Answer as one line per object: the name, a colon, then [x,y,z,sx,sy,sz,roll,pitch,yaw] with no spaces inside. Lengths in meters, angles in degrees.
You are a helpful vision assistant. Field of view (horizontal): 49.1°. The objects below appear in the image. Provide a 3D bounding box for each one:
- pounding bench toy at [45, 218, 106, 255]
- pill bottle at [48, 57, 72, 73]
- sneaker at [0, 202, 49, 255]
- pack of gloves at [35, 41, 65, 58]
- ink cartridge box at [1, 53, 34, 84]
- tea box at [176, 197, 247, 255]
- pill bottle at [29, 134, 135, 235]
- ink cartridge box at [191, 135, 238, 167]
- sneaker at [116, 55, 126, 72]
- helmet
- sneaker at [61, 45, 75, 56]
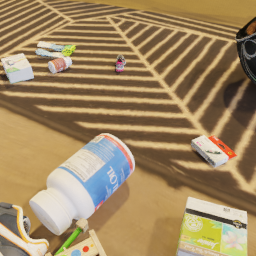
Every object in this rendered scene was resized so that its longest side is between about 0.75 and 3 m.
pounding bench toy: [-1.022,2.470,5.212,1.053,0.839,1.351,-21,46,-21]
pill bottle: [-2.689,-2.531,11.127,0.852,0.478,0.478,-31,50,-30]
sneaker: [-2.682,1.986,5.650,2.606,1.022,1.035,31,49,25]
pack of gloves: [-3.365,-3.356,12.311,1.277,0.252,1.073,9,42,-6]
ink cartridge box: [-4.286,-2.320,10.845,0.890,0.536,1.225,-21,44,-21]
tea box: [1.637,2.189,5.547,1.201,0.803,1.182,11,44,12]
pill bottle: [-0.987,1.227,6.301,1.277,1.277,2.275,28,50,28]
ink cartridge box: [2.422,0.562,7.838,0.869,0.218,1.001,-22,46,-21]
sneaker: [-0.297,-2.713,11.391,0.429,0.397,1.064,-1,41,-1]
helmet: [5.351,-2.544,9.329,2.989,2.850,2.989,-38,15,12]
sneaker: [-2.648,-3.392,12.244,0.378,0.335,0.905,13,34,19]
